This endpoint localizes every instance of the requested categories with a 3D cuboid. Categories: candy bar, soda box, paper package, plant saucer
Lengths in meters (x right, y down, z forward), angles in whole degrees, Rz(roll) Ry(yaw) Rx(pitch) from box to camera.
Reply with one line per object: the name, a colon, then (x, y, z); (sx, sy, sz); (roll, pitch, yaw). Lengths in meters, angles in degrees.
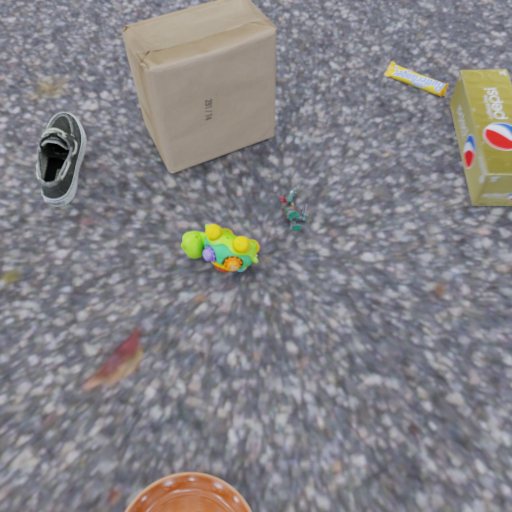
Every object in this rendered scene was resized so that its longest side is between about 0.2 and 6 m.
candy bar: (3.863, -4.232, 13.457); (1.552, 0.172, 0.387); (28, 88, 17)
soda box: (4.978, -2.574, 11.920); (1.060, 1.002, 3.130); (0, 56, 3)
paper package: (-1.023, -3.449, 11.397); (2.710, 2.844, 1.471); (-22, 60, -13)
plant saucer: (-0.977, 4.178, 7.916); (2.088, 0.337, 2.088); (0, 58, 0)

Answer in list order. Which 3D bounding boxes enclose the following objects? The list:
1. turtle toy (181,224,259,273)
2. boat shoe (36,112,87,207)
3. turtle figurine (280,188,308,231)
turtle toy: (-0.665, -0.138, 10.393); (1.506, 1.097, 0.761); (23, 92, 13)
boat shoe: (-4.135, -2.252, 11.837); (0.887, 0.799, 2.510); (-7, 57, -4)
turtle figurine: (0.739, -0.908, 11.097); (0.456, 0.678, 0.906); (-25, 31, 18)
